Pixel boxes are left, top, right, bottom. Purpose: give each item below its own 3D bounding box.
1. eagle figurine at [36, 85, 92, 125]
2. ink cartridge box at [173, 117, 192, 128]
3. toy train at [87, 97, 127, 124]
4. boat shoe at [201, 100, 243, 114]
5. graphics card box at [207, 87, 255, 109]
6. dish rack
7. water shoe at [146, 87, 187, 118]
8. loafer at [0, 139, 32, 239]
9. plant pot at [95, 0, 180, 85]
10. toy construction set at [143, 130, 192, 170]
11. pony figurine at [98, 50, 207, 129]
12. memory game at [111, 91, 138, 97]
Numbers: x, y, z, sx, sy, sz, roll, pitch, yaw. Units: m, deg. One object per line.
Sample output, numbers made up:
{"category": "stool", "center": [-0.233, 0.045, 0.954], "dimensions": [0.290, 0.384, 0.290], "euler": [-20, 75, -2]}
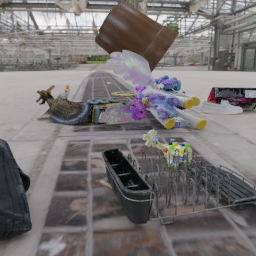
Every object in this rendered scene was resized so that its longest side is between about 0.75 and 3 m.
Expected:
{"category": "eagle figurine", "center": [-2.228, -0.796, 10.186], "dimensions": [2.144, 1.618, 1.627], "euler": [30, 62, 1]}
{"category": "ink cartridge box", "center": [1.731, -0.209, 9.459], "dimensions": [1.106, 0.232, 0.660], "euler": [-5, 14, -30]}
{"category": "toy train", "center": [-0.741, -0.633, 10.250], "dimensions": [1.812, 0.772, 1.033], "euler": [-10, 29, -40]}
{"category": "boat shoe", "center": [3.840, -0.882, 11.433], "dimensions": [1.599, 0.548, 0.576], "euler": [5, 15, 17]}
{"category": "graphics card box", "center": [4.508, -1.249, 11.880], "dimensions": [2.054, 0.522, 1.288], "euler": [1, -17, 7]}
{"category": "dish rack", "center": [0.850, 0.810, 4.646], "dimensions": [2.354, 0.642, 1.805], "euler": [-4, 16, -16]}
{"category": "water shoe", "center": [1.515, -1.161, 11.354], "dimensions": [1.013, 1.118, 2.834], "euler": [-5, 15, -25]}
{"category": "loafer", "center": [-1.831, 0.820, 4.163], "dimensions": [0.695, 0.672, 1.980], "euler": [17, 20, -33]}
{"category": "plant pot", "center": [0.262, -3.481, 11.143], "dimensions": [2.553, 2.578, 2.578], "euler": [36, 14, -5]}
{"category": "toy construction set", "center": [0.906, 0.481, 6.183], "dimensions": [0.830, 0.583, 1.266], "euler": [-10, 28, -33]}
{"category": "pony figurine", "center": [0.744, -0.969, 9.136], "dimensions": [2.891, 2.494, 2.995], "euler": [0, 25, -39]}
{"category": "memory game", "center": [-0.139, -2.070, 16.985], "dimensions": [1.839, 0.117, 1.839], "euler": [0, 15, 0]}
